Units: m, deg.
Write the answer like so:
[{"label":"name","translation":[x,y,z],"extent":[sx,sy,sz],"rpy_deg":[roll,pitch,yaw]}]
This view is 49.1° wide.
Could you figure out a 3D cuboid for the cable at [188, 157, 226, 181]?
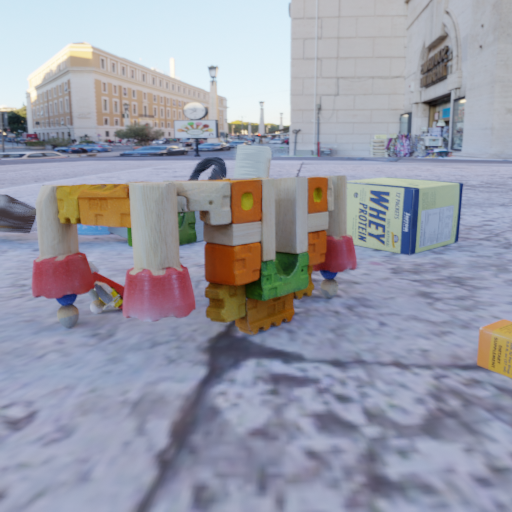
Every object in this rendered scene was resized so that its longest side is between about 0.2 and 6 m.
[{"label":"cable","translation":[-1.316,-1.718,13.929],"extent":[0.447,1.759,1.435],"rpy_deg":[29,-48,-32]}]

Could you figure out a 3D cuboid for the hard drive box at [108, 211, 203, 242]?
[{"label":"hard drive box","translation":[-1.670,-0.756,10.819],"extent":[1.444,0.711,1.853],"rpy_deg":[19,21,36]}]

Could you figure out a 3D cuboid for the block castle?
[{"label":"block castle","translation":[-0.524,-0.081,6.392],"extent":[2.269,1.593,3.395],"rpy_deg":[5,10,40]}]

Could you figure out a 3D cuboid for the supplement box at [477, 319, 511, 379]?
[{"label":"supplement box","translation":[2.450,0.883,4.617],"extent":[0.405,0.392,1.178],"rpy_deg":[-9,15,-35]}]

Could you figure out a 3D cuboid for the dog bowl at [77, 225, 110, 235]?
[{"label":"dog bowl","translation":[-2.812,-0.879,12.133],"extent":[2.409,0.597,1.343],"rpy_deg":[-5,14,-19]}]

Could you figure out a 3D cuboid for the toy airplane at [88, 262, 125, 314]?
[{"label":"toy airplane","translation":[-1.797,0.410,6.476],"extent":[0.726,0.515,0.729],"rpy_deg":[18,-15,22]}]

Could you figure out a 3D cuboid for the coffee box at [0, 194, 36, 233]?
[{"label":"coffee box","translation":[-4.868,-0.797,10.728],"extent":[1.252,0.499,0.716],"rpy_deg":[4,-19,39]}]

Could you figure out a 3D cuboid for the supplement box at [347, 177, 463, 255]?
[{"label":"supplement box","translation":[2.651,-0.817,10.527],"extent":[1.716,1.153,1.718],"rpy_deg":[-12,17,-42]}]

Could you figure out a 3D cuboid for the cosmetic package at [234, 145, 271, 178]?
[{"label":"cosmetic package","translation":[-0.107,-1.692,12.404],"extent":[0.745,1.417,0.504],"rpy_deg":[7,-6,9]}]
